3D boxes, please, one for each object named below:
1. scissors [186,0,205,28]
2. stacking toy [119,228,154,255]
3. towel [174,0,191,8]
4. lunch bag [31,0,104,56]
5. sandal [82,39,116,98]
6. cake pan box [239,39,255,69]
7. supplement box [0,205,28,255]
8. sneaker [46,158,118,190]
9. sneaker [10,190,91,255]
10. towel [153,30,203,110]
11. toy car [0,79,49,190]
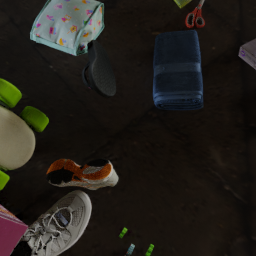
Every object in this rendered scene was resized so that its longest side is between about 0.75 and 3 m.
[{"bbox_3d":[2.501,-4.345,10.107,0.667,0.127,1.824,10,71,6],"label":"scissors"},{"bbox_3d":[-0.030,3.311,7.156,0.914,0.285,1.212,31,70,9],"label":"stacking toy"},{"bbox_3d":[2.278,-5.542,10.505,2.243,0.255,1.611,-39,75,-13],"label":"towel"},{"bbox_3d":[-1.947,-3.313,9.136,1.744,1.248,2.047,23,65,7],"label":"lunch bag"},{"bbox_3d":[-0.921,-1.657,8.316,0.661,1.038,2.761,-35,36,20],"label":"sandal"},{"bbox_3d":[4.810,-2.358,8.962,1.728,0.491,1.877,-28,57,-13],"label":"cake pan box"},{"bbox_3d":[-4.002,2.277,6.342,2.823,1.457,1.848,17,67,35],"label":"supplement box"},{"bbox_3d":[-1.245,1.379,7.620,2.090,0.961,0.791,-3,54,24],"label":"sneaker"},{"bbox_3d":[-2.025,2.740,6.855,1.084,1.190,2.902,39,74,13],"label":"sneaker"},{"bbox_3d":[1.550,-1.821,8.820,1.504,0.654,2.693,0,67,8],"label":"towel"},{"bbox_3d":[-4.178,0.014,7.849,2.845,2.245,2.337,12,63,36],"label":"toy car"}]
